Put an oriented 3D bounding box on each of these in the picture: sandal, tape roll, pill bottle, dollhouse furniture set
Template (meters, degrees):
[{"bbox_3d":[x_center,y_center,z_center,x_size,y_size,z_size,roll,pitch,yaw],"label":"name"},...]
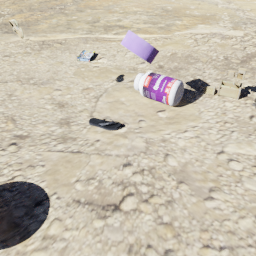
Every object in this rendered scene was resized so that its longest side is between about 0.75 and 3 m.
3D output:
[{"bbox_3d":[-0.922,-0.194,10.955,1.341,0.287,0.510,9,38,12],"label":"sandal"},{"bbox_3d":[0.452,-3.009,10.462,1.377,0.585,1.377,31,15,-9],"label":"tape roll"},{"bbox_3d":[1.334,-1.774,12.314,2.063,1.160,1.160,22,42,27],"label":"pill bottle"},{"bbox_3d":[4.411,-2.221,12.730,1.564,1.383,0.870,15,39,18],"label":"dollhouse furniture set"}]

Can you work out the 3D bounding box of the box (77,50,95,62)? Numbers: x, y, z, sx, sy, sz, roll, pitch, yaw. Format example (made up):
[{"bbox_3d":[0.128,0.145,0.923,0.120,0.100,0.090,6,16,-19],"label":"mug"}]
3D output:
[{"bbox_3d":[-2.421,-4.219,16.344,0.762,0.210,1.115,7,38,9],"label":"box"}]

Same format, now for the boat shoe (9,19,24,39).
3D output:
[{"bbox_3d":[-4.153,-3.666,10.410,0.278,0.309,0.856,-23,78,-38],"label":"boat shoe"}]

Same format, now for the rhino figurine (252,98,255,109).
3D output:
[{"bbox_3d":[5.954,-1.244,12.144,0.804,0.550,1.839,28,47,32],"label":"rhino figurine"}]
